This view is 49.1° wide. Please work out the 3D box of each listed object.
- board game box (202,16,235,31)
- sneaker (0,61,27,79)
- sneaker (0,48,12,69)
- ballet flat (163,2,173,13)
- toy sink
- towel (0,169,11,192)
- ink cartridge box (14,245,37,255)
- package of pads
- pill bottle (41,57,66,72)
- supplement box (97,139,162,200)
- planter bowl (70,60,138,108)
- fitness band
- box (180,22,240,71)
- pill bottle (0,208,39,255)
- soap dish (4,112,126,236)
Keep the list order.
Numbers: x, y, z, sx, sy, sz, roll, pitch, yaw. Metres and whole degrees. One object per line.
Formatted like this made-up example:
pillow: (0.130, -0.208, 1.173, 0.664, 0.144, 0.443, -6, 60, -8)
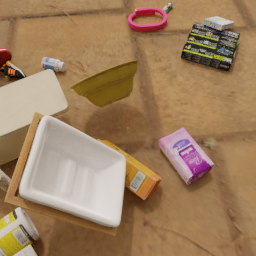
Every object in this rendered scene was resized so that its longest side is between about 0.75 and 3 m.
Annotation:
board game box: (3.952, -4.575, 12.201, 0.894, 0.228, 1.330, 32, 40, 27)
sneaker: (-4.452, -2.080, 10.911, 1.308, 0.458, 0.589, 37, 77, 23)
sneaker: (-6.053, -2.857, 11.037, 2.619, 1.026, 1.513, -24, 62, -16)
ballet flat: (1.851, -5.694, 13.224, 0.273, 0.285, 0.810, 29, 62, 23)
toy sink: (-3.305, -0.343, 9.118, 2.822, 1.581, 1.840, -25, 61, -9)
towel: (-4.263, 0.956, 8.139, 2.381, 1.578, 0.411, 38, 69, 11)
ink cartridge box: (-2.813, 3.708, 6.556, 1.677, 0.559, 0.971, -26, 65, -41)
package of pads: (1.808, 0.858, 8.913, 1.001, 0.629, 1.662, -28, 62, -13)
pill bottle: (-2.945, -2.502, 11.112, 0.850, 0.477, 0.477, 14, 59, 8)
supplement box: (-0.122, 1.206, 8.506, 2.216, 0.737, 0.762, 36, 97, 19)
planter bowl: (-0.573, -1.246, 8.771, 2.274, 2.274, 0.947, -24, 97, -14)
fitness band: (0.890, -4.952, 12.739, 1.786, 0.334, 1.282, -8, 58, -4)
box: (3.469, -3.447, 11.709, 2.064, 0.490, 1.993, 18, 61, 11)
pill bottle: (-3.373, 3.021, 7.323, 1.819, 1.012, 1.012, -33, 64, -20)
soap dish: (-1.408, 1.206, 6.854, 2.845, 1.156, 2.238, 31, 48, -32)
